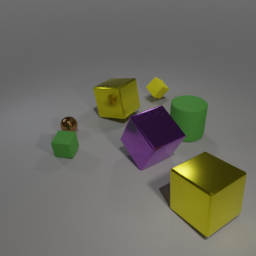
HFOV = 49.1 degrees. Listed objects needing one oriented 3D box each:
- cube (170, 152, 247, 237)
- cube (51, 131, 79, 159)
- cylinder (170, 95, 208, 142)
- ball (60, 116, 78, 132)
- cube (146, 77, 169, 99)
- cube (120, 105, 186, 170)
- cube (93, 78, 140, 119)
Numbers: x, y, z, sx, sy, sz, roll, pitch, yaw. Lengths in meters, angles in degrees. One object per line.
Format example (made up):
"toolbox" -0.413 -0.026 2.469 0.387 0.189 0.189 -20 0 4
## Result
"cube" 2.113 1.714 7.575 1.400 1.400 1.400 -21 31 -29
"cube" -2.252 0.590 10.089 0.700 0.700 0.700 4 40 11
"cylinder" 2.367 -0.389 11.110 1.400 1.400 1.400 0 32 0
"ball" -2.388 -0.124 11.330 0.700 0.700 0.700 0 32 0
"cube" 1.460 -1.958 13.795 0.700 0.700 0.700 7 43 -56
"cube" 0.805 0.328 9.538 1.400 1.400 1.400 -21 63 -30
"cube" -0.466 -1.342 12.398 1.400 1.400 1.400 6 29 33
